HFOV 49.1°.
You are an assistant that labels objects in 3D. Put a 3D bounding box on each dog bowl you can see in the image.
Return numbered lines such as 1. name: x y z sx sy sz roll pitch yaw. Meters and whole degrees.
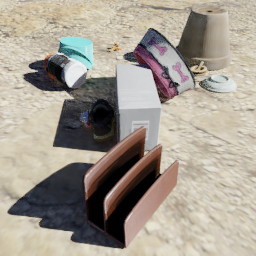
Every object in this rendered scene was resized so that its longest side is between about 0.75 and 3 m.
1. dog bowl: 1.210 -2.196 10.002 0.967 2.622 2.622 -40 41 4

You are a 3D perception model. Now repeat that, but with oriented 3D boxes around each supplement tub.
1. supplement tub: -2.579 -2.363 11.298 1.092 1.092 1.782 -29 46 -34

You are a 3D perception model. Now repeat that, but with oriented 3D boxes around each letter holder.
1. letter holder: 0.163 1.107 6.058 1.084 1.532 2.155 23 41 29

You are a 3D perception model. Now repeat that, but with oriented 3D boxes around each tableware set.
1. tableware set: 2.496 -2.400 11.771 1.714 0.344 1.133 -10 34 0

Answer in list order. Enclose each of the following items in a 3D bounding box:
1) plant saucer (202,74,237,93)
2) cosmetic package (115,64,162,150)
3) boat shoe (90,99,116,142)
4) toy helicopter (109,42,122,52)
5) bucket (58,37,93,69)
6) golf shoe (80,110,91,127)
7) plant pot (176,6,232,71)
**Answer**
1. plant saucer: 3.678 -1.855 11.234 1.351 0.339 1.351 0 35 0
2. cosmetic package: 0.219 -0.749 8.666 1.301 1.541 2.884 -3 34 -5
3. boat shoe: -0.794 -0.446 8.897 0.802 0.710 2.191 -9 34 -4
4. toy helicopter: -0.677 -4.116 14.519 0.508 0.303 0.768 32 57 24
5. bucket: -2.326 -3.330 12.483 1.667 1.085 1.667 6 32 -3
6. golf shoe: -1.388 -0.263 9.108 0.357 0.294 0.781 -17 34 2
7. plant pot: 3.564 -4.202 12.841 2.662 2.310 2.662 1 36 -1
